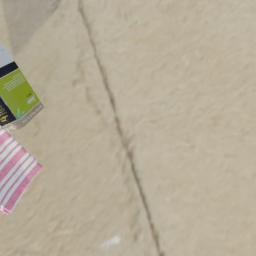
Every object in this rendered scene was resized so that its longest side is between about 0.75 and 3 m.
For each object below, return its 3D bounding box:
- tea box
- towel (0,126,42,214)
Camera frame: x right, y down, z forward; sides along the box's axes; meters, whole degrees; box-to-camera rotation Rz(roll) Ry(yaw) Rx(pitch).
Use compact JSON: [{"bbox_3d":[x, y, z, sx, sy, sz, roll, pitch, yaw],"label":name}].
[{"bbox_3d":[-3.204,-0.631,6.242,1.742,1.164,1.714,-20,111,18],"label":"tea box"},{"bbox_3d":[-2.336,0.570,4.899,1.639,0.245,1.200,54,38,-27],"label":"towel"}]
